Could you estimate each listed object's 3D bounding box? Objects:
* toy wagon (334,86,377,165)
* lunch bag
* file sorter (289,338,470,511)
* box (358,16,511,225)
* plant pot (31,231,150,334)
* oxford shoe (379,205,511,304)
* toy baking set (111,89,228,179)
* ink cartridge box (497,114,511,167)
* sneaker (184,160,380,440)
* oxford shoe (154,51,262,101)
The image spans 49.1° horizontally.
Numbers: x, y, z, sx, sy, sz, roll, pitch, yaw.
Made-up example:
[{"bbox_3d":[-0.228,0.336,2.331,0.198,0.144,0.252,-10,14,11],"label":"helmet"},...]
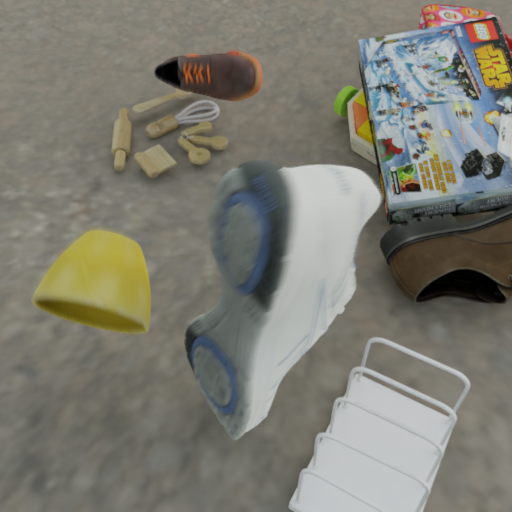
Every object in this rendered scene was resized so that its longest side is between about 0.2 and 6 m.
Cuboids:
[{"bbox_3d":[3.155,-2.851,9.894,2.632,0.671,3.393,38,76,25],"label":"toy wagon"},{"bbox_3d":[4.318,-4.315,11.507,1.971,0.917,2.237,8,49,7],"label":"lunch bag"},{"bbox_3d":[1.308,1.959,5.816,1.238,1.111,1.785,23,53,20],"label":"file sorter"},{"bbox_3d":[2.975,-2.197,8.825,2.304,0.671,3.365,-7,62,8],"label":"box"},{"bbox_3d":[-1.624,0.240,5.935,1.207,1.207,0.857,9,70,8],"label":"plant pot"},{"bbox_3d":[3.386,0.063,7.599,3.125,1.135,1.319,-13,56,1],"label":"oxford shoe"},{"bbox_3d":[-1.594,-2.271,10.156,2.019,0.306,2.630,-6,49,-9],"label":"toy baking set"},{"bbox_3d":[3.465,-1.507,7.577,0.713,0.179,0.578,20,73,-23],"label":"ink cartridge box"},{"bbox_3d":[0.252,0.595,5.475,1.493,3.428,1.277,-14,51,-32],"label":"sneaker"},{"bbox_3d":[-0.829,-2.978,9.361,0.811,0.796,2.235,-20,26,-40],"label":"oxford shoe"}]
